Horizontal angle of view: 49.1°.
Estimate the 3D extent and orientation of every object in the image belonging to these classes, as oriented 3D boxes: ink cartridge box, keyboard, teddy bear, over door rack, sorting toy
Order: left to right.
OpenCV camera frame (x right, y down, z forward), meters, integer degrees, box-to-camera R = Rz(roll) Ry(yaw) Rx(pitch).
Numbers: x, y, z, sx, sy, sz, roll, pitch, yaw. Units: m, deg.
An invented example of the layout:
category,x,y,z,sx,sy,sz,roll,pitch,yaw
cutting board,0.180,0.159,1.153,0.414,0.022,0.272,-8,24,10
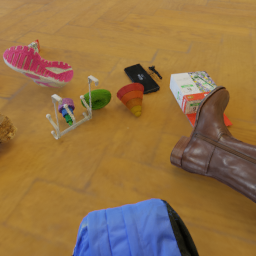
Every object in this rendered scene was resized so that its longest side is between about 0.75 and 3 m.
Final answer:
category,x,y,z,sx,sy,sz,roll,pitch,yaw
teddy bear,-3.931,0.486,7.385,1.502,0.692,2.072,10,50,22
ink cartridge box,-3.884,-3.378,11.740,0.195,0.423,0.776,14,44,15
over door rack,-1.537,-0.601,7.647,0.589,1.769,1.307,43,55,17
sorting toy,-0.679,-0.584,8.516,2.757,0.956,0.949,-12,66,-16
keyboard,0.662,-1.867,10.251,1.156,0.187,1.819,-20,46,-11
ink cartridge box,2.295,-0.952,8.905,1.272,0.588,2.334,-8,41,-8

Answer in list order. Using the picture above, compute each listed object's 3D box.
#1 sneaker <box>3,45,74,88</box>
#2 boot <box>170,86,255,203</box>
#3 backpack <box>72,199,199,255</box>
category,x,y,z,sx,sy,sz,roll,pitch,yaw
sneaker,-3.006,-1.893,9.339,2.278,1.005,0.927,23,63,-10
boot,2.875,0.357,6.558,2.964,0.952,2.762,20,69,39
backpack,0.036,2.464,3.897,2.325,2.252,2.771,-7,43,-4
